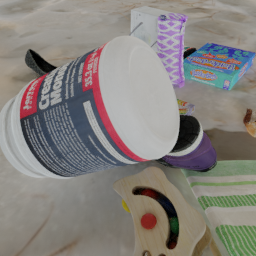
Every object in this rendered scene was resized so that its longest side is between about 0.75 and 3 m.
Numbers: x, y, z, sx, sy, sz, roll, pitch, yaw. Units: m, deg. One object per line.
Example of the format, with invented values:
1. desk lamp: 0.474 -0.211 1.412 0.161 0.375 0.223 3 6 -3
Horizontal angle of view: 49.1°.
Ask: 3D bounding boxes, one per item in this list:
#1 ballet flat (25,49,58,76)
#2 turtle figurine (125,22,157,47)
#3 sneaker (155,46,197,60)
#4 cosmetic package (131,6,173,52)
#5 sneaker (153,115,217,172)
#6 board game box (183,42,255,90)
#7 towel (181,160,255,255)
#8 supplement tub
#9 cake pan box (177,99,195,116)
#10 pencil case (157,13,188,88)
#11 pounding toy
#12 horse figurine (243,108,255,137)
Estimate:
1. ballet flat: -2.808 -2.072 9.475 1.921 0.546 0.639 30 42 19
2. turtle figurine: 0.103 -2.758 9.796 1.685 1.738 1.251 15 22 32
3. sneaker: 1.599 -2.686 10.387 1.866 0.657 0.872 -15 31 -22
4. cosmetic package: 0.928 -3.900 11.194 1.501 1.496 0.922 29 45 34
5. sneaker: 0.588 0.398 6.080 2.793 1.223 1.058 13 63 52
6. board game box: 3.140 -2.244 9.790 1.833 0.542 2.410 23 43 27
7. towel: 2.374 1.298 4.583 2.286 0.351 2.997 -2 22 -6
8. supplement tub: -0.724 -0.198 5.043 2.858 2.006 2.006 -17 28 30
9. cake pan box: 1.264 -0.488 7.719 0.844 0.240 0.917 24 43 32
10. pencil case: 1.407 -2.441 8.717 0.948 2.217 0.930 26 45 37
11. pounding toy: 0.621 1.770 4.369 1.261 1.265 2.206 -38 47 -4
12. horse figurine: 3.423 0.043 6.894 0.985 0.371 1.486 -26 44 -31
